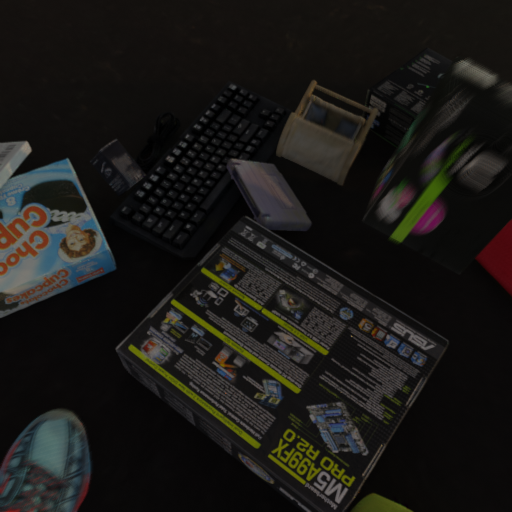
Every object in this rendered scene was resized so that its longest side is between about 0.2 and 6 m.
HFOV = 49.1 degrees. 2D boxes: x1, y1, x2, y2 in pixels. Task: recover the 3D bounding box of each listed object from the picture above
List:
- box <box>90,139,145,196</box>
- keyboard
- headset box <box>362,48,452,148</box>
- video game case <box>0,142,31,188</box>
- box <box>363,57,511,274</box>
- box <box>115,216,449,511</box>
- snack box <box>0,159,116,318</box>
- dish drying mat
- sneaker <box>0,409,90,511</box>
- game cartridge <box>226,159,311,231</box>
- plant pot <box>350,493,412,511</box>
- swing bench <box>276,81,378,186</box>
[{"bbox_3d":[-2.170,-1.372,8.770,0.711,0.526,0.371,53,56,-12],"label":"box"},{"bbox_3d":[-1.037,-1.673,9.376,2.130,0.455,3.547,26,60,15],"label":"keyboard"},{"bbox_3d":[3.030,-2.637,9.745,1.772,0.822,1.543,-40,65,-22],"label":"headset box"},{"bbox_3d":[-4.901,-1.232,8.742,2.285,0.206,1.636,-1,42,12],"label":"video game case"},{"bbox_3d":[2.631,-1.137,7.300,1.559,2.099,1.305,28,41,1],"label":"box"},{"bbox_3d":[0.336,1.309,7.291,3.348,0.741,2.682,32,63,19],"label":"box"},{"bbox_3d":[-4.025,-0.015,8.192,3.419,0.634,1.986,-24,61,-14],"label":"snack box"},{"bbox_3d":[4.319,0.134,8.068,1.549,0.367,4.033,-38,64,2],"label":"dish drying mat"},{"bbox_3d":[-2.359,2.857,5.906,1.009,1.216,2.545,22,59,-17],"label":"sneaker"},{"bbox_3d":[0.195,-0.944,8.754,0.927,0.275,1.431,4,45,-39],"label":"game cartridge"},{"bbox_3d":[1.557,3.249,5.888,1.280,1.280,1.369,-38,51,-21],"label":"plant pot"},{"bbox_3d":[1.169,-2.035,9.318,1.233,0.804,1.240,26,60,7],"label":"swing bench"}]
